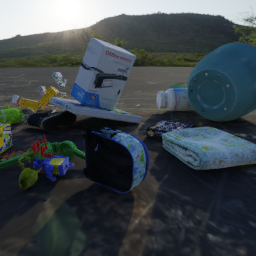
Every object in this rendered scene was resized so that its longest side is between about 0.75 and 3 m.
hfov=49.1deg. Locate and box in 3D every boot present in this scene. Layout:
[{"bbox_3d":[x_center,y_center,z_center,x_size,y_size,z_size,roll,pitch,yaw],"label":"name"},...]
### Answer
[{"bbox_3d":[-2.834,-0.360,10.217,1.260,0.602,1.669,10,19,31],"label":"boot"}]

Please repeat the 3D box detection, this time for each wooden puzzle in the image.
[{"bbox_3d":[-2.951,0.725,7.351,0.531,0.063,0.896,10,19,33],"label":"wooden puzzle"}]

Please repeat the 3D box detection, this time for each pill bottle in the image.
[{"bbox_3d":[2.314,-1.297,12.803,1.894,1.030,1.030,-3,16,-9],"label":"pill bottle"}]

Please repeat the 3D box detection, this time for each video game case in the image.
[{"bbox_3d":[-1.277,-0.697,10.863,2.750,0.303,2.507,8,8,-36],"label":"video game case"}]

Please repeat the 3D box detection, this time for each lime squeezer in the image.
[{"bbox_3d":[-1.841,0.722,6.950,2.606,0.492,0.920,0,46,-5],"label":"lime squeezer"}]

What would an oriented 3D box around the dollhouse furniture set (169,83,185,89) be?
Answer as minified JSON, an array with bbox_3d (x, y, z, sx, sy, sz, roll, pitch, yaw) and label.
[{"bbox_3d":[3.113,-1.560,13.557,2.326,1.162,0.898,-7,16,-26],"label":"dollhouse furniture set"}]

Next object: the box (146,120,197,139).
[{"bbox_3d":[1.445,0.072,9.235,1.275,0.319,1.285,9,18,30],"label":"box"}]

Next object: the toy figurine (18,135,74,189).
[{"bbox_3d":[-1.635,0.748,6.070,0.891,0.784,1.487,6,17,3],"label":"toy figurine"}]

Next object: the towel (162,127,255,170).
[{"bbox_3d":[2.125,0.467,7.416,1.884,0.530,2.201,-6,17,-18],"label":"towel"}]

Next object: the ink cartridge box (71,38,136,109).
[{"bbox_3d":[-0.897,-1.918,10.229,1.605,2.219,0.935,4,26,-45],"label":"ink cartridge box"}]

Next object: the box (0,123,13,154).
[{"bbox_3d":[-3.729,0.437,7.182,0.640,0.698,1.992,1,15,2],"label":"box"}]

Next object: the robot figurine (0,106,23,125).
[{"bbox_3d":[-4.497,-0.431,10.546,0.987,0.571,0.866,-10,49,-35],"label":"robot figurine"}]

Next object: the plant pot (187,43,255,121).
[{"bbox_3d":[3.680,-1.600,10.757,2.975,2.975,2.388,12,28,38],"label":"plant pot"}]

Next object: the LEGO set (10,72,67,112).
[{"bbox_3d":[-3.978,-1.363,13.127,2.954,1.359,1.100,-24,-10,19],"label":"LEGO set"}]

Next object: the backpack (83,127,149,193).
[{"bbox_3d":[-0.178,0.616,5.710,1.276,1.167,0.937,18,23,36],"label":"backpack"}]
